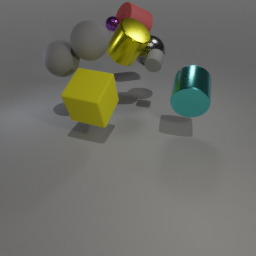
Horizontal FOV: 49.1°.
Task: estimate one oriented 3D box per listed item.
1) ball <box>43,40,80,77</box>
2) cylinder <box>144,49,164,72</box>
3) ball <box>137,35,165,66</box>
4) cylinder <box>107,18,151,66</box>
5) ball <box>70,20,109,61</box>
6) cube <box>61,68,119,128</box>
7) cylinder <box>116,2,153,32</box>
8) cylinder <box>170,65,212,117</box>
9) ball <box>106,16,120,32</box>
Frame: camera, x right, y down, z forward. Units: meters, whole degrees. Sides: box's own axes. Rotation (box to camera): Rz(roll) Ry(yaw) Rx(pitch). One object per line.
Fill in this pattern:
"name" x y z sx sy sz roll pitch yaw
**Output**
"ball" -2.578 -2.699 10.905 1.400 1.400 1.400 0 30 0
"cylinder" 1.101 -2.812 11.677 0.700 0.700 0.700 9 51 14
"ball" 0.990 -3.505 12.797 1.400 1.400 1.400 0 30 0
"cylinder" 0.004 -3.550 11.624 1.400 1.400 1.400 17 53 -24
"ball" -1.394 -3.159 10.156 1.400 1.400 1.400 0 30 0
"cube" -1.292 -1.075 9.992 1.400 1.400 1.400 13 57 16
"cylinder" 0.298 -5.404 14.128 1.400 1.400 1.400 7 21 -38
"cylinder" 2.336 -1.349 10.328 1.400 1.400 1.400 7 47 12
"ball" -0.741 -5.057 13.611 0.700 0.700 0.700 0 30 0
